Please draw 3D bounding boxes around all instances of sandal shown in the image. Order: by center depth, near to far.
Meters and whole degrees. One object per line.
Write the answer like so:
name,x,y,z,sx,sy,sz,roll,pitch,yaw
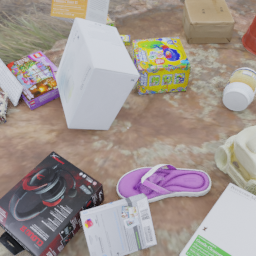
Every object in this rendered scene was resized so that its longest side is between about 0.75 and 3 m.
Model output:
sandal,0.990,1.410,7.742,2.639,0.648,1.074,-5,50,-4

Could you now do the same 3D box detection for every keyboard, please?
keyboard,-4.685,-1.939,10.531,0.154,0.813,2.888,-5,41,-48

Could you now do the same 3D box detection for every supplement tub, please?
supplement tub,3.958,-1.355,9.845,1.008,1.008,1.396,23,53,18

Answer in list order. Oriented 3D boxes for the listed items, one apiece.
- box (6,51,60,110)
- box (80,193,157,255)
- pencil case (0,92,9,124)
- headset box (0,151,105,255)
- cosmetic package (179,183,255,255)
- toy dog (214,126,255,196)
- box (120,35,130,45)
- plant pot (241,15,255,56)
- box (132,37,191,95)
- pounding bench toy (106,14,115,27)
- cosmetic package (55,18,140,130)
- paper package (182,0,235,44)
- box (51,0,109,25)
box,-3.481,-1.886,10.634,1.689,0.483,2.468,-31,56,-24
box,-0.210,2.382,6.644,1.595,1.244,0.328,-14,7,-12
pencil case,-4.396,-0.707,9.623,0.568,0.494,1.270,-23,50,10
headset box,-2.050,2.028,7.042,1.808,0.912,2.433,30,56,23
cosmetic package,2.285,2.568,6.342,1.291,1.018,2.400,25,49,31
toy dog,3.996,0.387,7.423,2.749,2.666,1.918,-23,41,-11
box,-0.373,-3.960,12.578,0.931,0.225,0.546,0,49,2
plant pot,6.301,-4.469,11.626,2.387,2.322,2.387,0,50,0
box,1.178,-2.376,10.613,1.852,1.173,1.923,-6,50,-4
pounding bench toy,-1.249,-4.641,12.842,1.110,0.690,0.866,-20,53,-16
cosmetic package,-1.119,-1.616,8.826,1.496,2.426,2.434,1,49,-32
paper package,3.581,-4.857,12.759,2.025,1.099,2.124,-1,49,-1
box,-1.490,-4.794,9.308,1.531,2.461,1.200,16,15,26
